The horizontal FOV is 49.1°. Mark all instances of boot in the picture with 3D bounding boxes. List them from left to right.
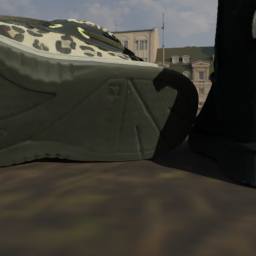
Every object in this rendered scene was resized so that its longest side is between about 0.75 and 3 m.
[{"bbox_3d":[-1.042,-0.610,2.753,2.909,1.050,2.197,6,25,-19],"label":"boot"},{"bbox_3d":[1.028,-0.702,2.373,0.888,1.966,2.399,1,3,7],"label":"boot"}]
